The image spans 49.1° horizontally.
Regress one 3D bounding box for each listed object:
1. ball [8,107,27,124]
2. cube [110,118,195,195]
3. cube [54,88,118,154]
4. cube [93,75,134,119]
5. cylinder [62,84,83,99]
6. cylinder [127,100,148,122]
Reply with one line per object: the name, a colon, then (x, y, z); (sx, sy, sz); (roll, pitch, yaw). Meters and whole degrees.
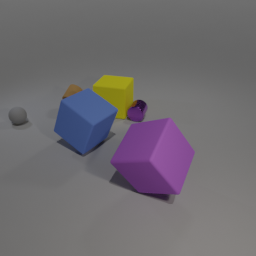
ball: (-4.444, -0.511, 11.288); (0.700, 0.700, 0.700); (0, 29, 0)
cube: (0.682, 0.766, 7.409); (1.400, 1.400, 1.400); (-9, 41, 44)
cube: (-1.440, -0.261, 9.549); (1.400, 1.400, 1.400); (36, 39, 14)
cube: (-0.601, -1.369, 12.146); (1.400, 1.400, 1.400); (8, 30, 13)
cylinder: (-2.356, -1.395, 12.036); (0.700, 0.700, 0.700); (14, 63, 23)
cylinder: (0.401, -0.729, 11.679); (0.700, 0.700, 0.700); (9, 34, 16)
